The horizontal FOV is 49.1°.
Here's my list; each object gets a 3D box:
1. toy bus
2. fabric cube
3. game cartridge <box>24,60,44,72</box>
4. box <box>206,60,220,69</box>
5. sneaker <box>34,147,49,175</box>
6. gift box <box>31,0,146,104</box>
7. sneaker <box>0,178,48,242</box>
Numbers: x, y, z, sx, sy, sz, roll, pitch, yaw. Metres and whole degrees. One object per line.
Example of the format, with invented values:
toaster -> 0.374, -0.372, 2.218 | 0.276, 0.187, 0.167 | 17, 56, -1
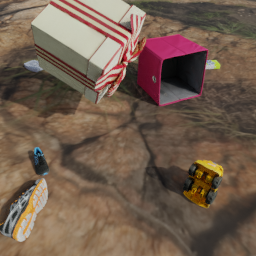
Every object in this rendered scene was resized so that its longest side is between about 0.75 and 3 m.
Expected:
toy bus -> 2.019, 1.216, 6.989 | 0.781, 1.151, 1.105 | 29, 38, 30
fabric cube -> 1.619, -2.321, 10.904 | 1.976, 1.938, 1.970 | -16, 40, -18
game cartridge -> -4.349, -2.893, 13.102 | 1.020, 0.206, 0.680 | 26, 41, 30
box -> 3.759, -2.975, 13.170 | 0.968, 0.231, 0.590 | -3, 37, -5
sneaker -> -2.491, 0.943, 7.900 | 0.355, 0.397, 0.970 | -18, 42, -23
gift box -> -1.047, -2.418, 8.105 | 2.590, 2.774, 2.559 | 32, 74, -1
sneaker -> -2.409, 1.822, 6.588 | 0.628, 0.636, 1.626 | 3, 37, 14
